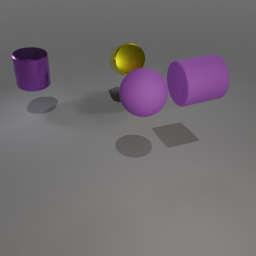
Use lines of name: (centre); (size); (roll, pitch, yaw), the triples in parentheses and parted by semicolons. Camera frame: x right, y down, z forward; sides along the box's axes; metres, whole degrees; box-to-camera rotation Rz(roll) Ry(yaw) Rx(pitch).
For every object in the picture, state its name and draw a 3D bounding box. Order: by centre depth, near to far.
ball: (0.447, -1.012, 8.055); (1.400, 1.400, 1.400); (0, 30, 0)
cylinder: (2.134, -1.475, 8.690); (1.400, 1.400, 1.400); (-13, 33, -16)
cylinder: (-4.009, -2.460, 11.705); (1.400, 1.400, 1.400); (3, 37, -2)
cylinder: (-0.063, -3.122, 12.826); (1.400, 1.400, 1.400); (-7, 14, -12)
